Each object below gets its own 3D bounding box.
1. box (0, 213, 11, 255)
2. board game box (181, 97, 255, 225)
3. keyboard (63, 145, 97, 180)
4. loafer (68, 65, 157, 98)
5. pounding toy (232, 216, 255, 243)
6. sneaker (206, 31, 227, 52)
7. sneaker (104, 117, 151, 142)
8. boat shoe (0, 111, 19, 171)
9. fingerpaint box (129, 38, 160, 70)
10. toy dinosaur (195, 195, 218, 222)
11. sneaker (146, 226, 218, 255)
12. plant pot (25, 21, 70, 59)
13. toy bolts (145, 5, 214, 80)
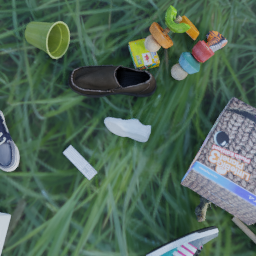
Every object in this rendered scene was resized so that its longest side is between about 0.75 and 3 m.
[{"bbox_3d":[-4.388,3.008,7.207,1.831,1.576,1.840,8,76,2],"label":"box"},{"bbox_3d":[3.079,0.853,7.681,2.094,1.272,2.626,30,64,12],"label":"board game box"},{"bbox_3d":[-1.472,1.055,8.574,1.202,0.064,0.338,43,78,12],"label":"keyboard"},{"bbox_3d":[-0.497,-1.614,8.846,2.859,1.020,1.044,0,74,0],"label":"loafer"},{"bbox_3d":[4.318,2.499,7.643,2.237,1.038,1.727,-34,76,-10],"label":"pounding toy"},{"bbox_3d":[2.771,-2.899,9.578,1.142,0.443,0.640,-28,71,-18],"label":"sneaker"},{"bbox_3d":[0.005,-0.079,8.736,1.468,0.552,0.649,21,57,7],"label":"sneaker"},{"bbox_3d":[-3.963,0.255,8.320,0.797,0.990,2.135,-27,75,-7],"label":"boat shoe"},{"bbox_3d":[0.535,-2.479,9.445,0.816,0.359,0.978,-16,75,-4],"label":"fingerpaint box"},{"bbox_3d":[2.570,1.741,8.171,0.929,0.500,2.108,14,72,9],"label":"toy dinosaur"},{"bbox_3d":[1.648,3.518,7.417,2.066,0.864,1.248,-25,70,1],"label":"sneaker"},{"bbox_3d":[-2.753,-3.033,9.311,1.134,1.194,1.194,20,74,19],"label":"plant pot"},{"bbox_3d":[1.682,-2.624,9.212,1.423,1.960,2.052,-40,82,28],"label":"toy bolts"}]
